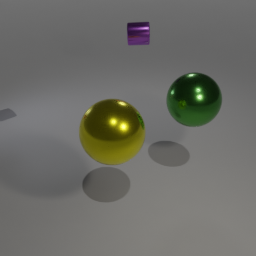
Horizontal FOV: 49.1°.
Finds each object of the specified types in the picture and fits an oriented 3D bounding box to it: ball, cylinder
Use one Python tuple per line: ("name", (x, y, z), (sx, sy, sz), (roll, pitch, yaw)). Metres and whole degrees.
("ball", (1.692, -0.721, 7.221), (1.400, 1.400, 1.400), (0, 29, 0))
("cylinder", (0.336, -3.008, 8.943), (0.700, 0.700, 0.700), (-1, 29, 3))
("ball", (-0.328, 0.081, 5.908), (1.400, 1.400, 1.400), (0, 29, 0))
